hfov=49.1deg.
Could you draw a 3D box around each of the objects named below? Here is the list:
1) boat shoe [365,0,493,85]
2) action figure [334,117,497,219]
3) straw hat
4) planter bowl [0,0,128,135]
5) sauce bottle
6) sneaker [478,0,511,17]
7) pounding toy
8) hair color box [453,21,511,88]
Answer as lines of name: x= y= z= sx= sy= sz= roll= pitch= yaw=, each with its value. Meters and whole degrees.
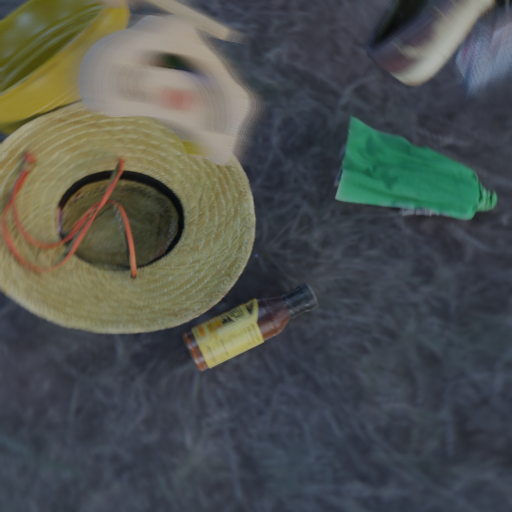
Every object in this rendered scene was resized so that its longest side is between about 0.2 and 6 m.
boat shoe: x=2.181 y=-3.183 z=6.149 sx=0.862 sy=2.659 sz=0.956 roll=7 pitch=41 yaw=-36
action figure: x=2.581 y=-1.163 z=8.912 sx=2.598 sy=0.711 sz=1.535 roll=15 pitch=72 yaw=-3
straw hat: x=-1.994 y=-0.419 z=8.184 sx=3.701 sy=1.566 sz=3.701 roll=6 pitch=69 yaw=-15
planter bowl: x=-3.113 y=-2.803 z=8.707 sx=3.520 sy=1.466 sz=3.520 roll=-18 pitch=46 yaw=19
sauce bottle: x=-0.072 y=1.001 z=8.282 sx=2.006 sy=0.662 sz=0.662 roll=-25 pitch=74 yaw=-10
sneaker: x=3.343 y=-3.268 z=6.555 sx=1.291 sy=0.862 sz=2.255 roll=-27 pitch=34 yaw=-26
pounding toy: x=-0.955 y=-1.808 z=5.957 sx=1.343 sy=2.349 sz=1.347 roll=-53 pitch=40 yaw=-8
hair color box: x=3.583 y=-3.022 z=8.170 sx=1.225 sy=0.371 sz=0.613 roll=-26 pitch=37 yaw=21
